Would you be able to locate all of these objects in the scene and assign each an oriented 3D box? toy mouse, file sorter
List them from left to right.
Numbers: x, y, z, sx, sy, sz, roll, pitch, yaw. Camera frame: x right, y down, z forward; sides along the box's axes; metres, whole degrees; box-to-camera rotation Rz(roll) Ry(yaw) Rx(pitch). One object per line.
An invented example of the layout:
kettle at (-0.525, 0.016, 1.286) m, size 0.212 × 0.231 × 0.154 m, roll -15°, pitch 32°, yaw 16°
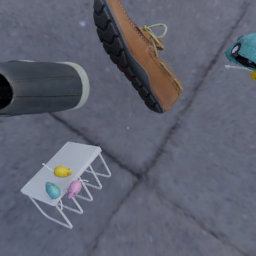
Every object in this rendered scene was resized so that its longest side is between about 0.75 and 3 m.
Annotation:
toy mouse at (-0.977, 0.910, 4.292) m, size 0.756 × 0.146 × 0.672 m, roll 14°, pitch 63°, yaw -22°
file sorter at (-1.050, 1.002, 5.129) m, size 0.892 × 0.801 × 1.286 m, roll 7°, pitch 44°, yaw 38°
toy mouse at (2.747, -0.987, 4.873) m, size 2.982 × 2.650 × 0.577 m, roll 42°, pitch 106°, yaw 30°

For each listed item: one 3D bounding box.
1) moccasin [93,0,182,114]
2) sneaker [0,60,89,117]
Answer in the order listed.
moccasin at (0.298, -1.519, 5.591) m, size 1.033 × 0.978 × 2.675 m, roll -46°, pitch 114°, yaw -13°
sneaker at (-2.238, -0.705, 4.742) m, size 2.899 × 1.540 × 1.084 m, roll -1°, pitch 97°, yaw 32°
